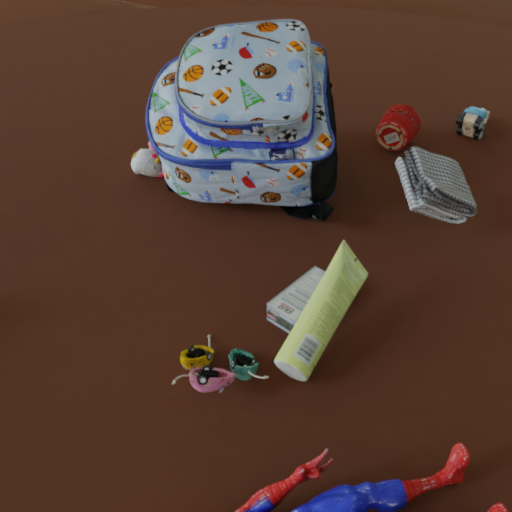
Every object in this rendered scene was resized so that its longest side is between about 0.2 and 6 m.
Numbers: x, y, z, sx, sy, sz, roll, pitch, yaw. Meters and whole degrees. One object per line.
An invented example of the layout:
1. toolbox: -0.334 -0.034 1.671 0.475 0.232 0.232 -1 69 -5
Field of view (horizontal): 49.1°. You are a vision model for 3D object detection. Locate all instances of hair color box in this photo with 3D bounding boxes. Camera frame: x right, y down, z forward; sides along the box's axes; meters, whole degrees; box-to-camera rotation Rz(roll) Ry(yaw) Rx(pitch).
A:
1. hair color box: 0.714 0.643 8.045 0.550 0.337 1.111 30 47 32

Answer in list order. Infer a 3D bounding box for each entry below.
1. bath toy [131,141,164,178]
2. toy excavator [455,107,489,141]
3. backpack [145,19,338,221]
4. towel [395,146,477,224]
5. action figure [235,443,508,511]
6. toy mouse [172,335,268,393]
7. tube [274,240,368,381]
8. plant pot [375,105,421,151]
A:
1. bath toy: -1.776 -2.213 11.346 0.692 0.814 1.872 31 49 2
2. toy excavator: 4.904 -3.043 12.406 0.530 1.031 1.060 26 74 29
3. backpack: -0.272 -2.372 9.795 3.232 2.614 3.393 -6 54 12
4. towel: 2.920 -1.154 9.009 1.267 0.542 1.049 14 53 -31
5. action figure: 0.602 2.599 5.281 3.408 0.881 1.115 -12 43 -11
6. toy mouse: -0.405 1.434 6.891 1.226 0.267 1.380 11 15 24
7. tube: 0.897 0.733 7.334 0.487 0.545 1.878 28 67 13
8. plant pot: 2.961 -2.676 11.805 0.815 0.815 0.742 22 47 25
